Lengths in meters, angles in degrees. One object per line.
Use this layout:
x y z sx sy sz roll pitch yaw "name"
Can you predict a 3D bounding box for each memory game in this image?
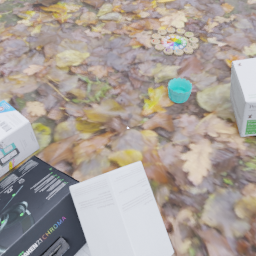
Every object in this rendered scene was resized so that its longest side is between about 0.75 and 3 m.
1.891 -3.542 11.390 1.976 0.126 1.976 0 50 0 "memory game"

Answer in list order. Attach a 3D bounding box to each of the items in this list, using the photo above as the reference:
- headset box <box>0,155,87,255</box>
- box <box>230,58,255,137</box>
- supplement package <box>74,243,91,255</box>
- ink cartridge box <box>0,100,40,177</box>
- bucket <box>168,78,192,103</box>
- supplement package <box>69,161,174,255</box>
-1.951 1.834 5.468 2.135 1.138 2.452 -42 31 -27 "headset box"
4.028 -0.946 8.043 1.811 1.559 1.820 -6 48 11 "box"
-0.636 2.220 6.059 0.795 0.826 1.451 30 57 22 "supplement package"
-3.477 0.365 7.382 1.206 1.200 1.644 35 58 26 "ink cartridge box"
1.680 -1.214 9.176 0.785 0.511 0.785 0 50 1 "bucket"
-0.101 1.489 4.516 0.934 0.938 1.599 -9 77 -54 "supplement package"
